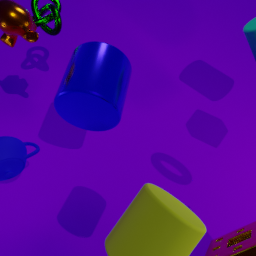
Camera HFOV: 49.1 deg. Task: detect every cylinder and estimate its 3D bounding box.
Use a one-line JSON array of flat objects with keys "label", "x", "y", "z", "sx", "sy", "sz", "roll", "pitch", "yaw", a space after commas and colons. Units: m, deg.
[{"label": "cylinder", "x": 0.345, "y": 1.380, "z": 3.635, "sx": 0.956, "sy": 0.956, "sz": 0.956, "roll": 36, "pitch": 93, "yaw": 18}, {"label": "cylinder", "x": 3.782, "y": -2.237, "z": 7.087, "sx": 1.276, "sy": 1.276, "sz": 1.276, "roll": -41, "pitch": 112, "yaw": -20}, {"label": "cylinder", "x": -0.669, "y": -0.813, "z": 5.658, "sx": 1.313, "sy": 1.313, "sz": 1.313, "roll": 9, "pitch": 58, "yaw": 5}]

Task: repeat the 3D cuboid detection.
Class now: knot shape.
[{"label": "knot shape", "x": -2.234, "y": -3.118, "z": 7.537, "sx": 1.226, "sy": 0.567, "sz": 1.148, "roll": 7, "pitch": 83, "yaw": 18}]

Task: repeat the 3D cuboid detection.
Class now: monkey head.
[{"label": "monkey head", "x": -2.468, "y": -2.155, "z": 5.897, "sx": 1.355, "sy": 0.816, "sz": 0.975, "roll": 34, "pitch": 108, "yaw": -10}]

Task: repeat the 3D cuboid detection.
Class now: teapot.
[{"label": "teapot", "x": -2.208, "y": 0.601, "z": 4.893, "sx": 1.357, "sy": 0.844, "sz": 0.665, "roll": -26, "pitch": 57, "yaw": -15}]

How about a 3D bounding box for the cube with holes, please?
[{"label": "cube with holes", "x": 2.184, "y": 2.427, "z": 4.586, "sx": 1.304, "sy": 1.304, "sz": 1.304, "roll": -34, "pitch": 75, "yaw": 20}]
